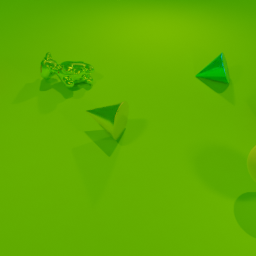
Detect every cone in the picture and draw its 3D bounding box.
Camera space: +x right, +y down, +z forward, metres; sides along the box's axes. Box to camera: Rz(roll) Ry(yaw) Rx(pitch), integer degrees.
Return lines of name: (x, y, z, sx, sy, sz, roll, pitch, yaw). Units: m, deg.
cone: (-0.605, -0.298, 6.820, 0.966, 0.962, 0.962, 16, 45, 16)
cone: (2.567, -1.751, 8.755, 0.972, 0.968, 0.968, -12, 37, 28)

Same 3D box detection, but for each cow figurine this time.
cow figurine: (-1.900, -1.783, 8.575, 1.477, 0.811, 1.453, -13, 37, -33)

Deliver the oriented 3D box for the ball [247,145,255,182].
ball: (2.675, 0.668, 5.093, 0.941, 0.941, 0.941, 0, 43, 0)
